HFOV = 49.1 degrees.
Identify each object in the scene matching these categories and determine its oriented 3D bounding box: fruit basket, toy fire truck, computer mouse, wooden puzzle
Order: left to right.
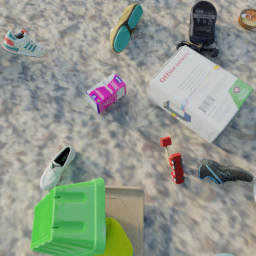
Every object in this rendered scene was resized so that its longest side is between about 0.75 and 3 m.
[{"bbox_3d":[-1.052,2.731,7.673,2.890,2.890,2.084,-3,62,-1],"label":"fruit basket"},{"bbox_3d":[-0.552,2.949,8.666,2.081,0.419,2.249,3,72,2],"label":"wooden puzzle"},{"bbox_3d":[1.462,1.057,9.262,0.338,0.979,1.388,-14,108,-11],"label":"toy fire truck"},{"bbox_3d":[2.942,-4.010,11.504,1.711,0.651,2.470,10,78,4],"label":"computer mouse"}]

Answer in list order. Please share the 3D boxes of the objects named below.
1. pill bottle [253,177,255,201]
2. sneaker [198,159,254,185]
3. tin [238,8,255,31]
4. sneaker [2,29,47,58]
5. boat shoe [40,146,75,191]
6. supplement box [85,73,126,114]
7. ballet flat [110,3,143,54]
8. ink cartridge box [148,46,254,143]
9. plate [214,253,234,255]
[{"bbox_3d":[5.388,1.945,8.499,2.637,1.434,1.434,0,67,0],"label":"pill bottle"},{"bbox_3d":[3.168,1.558,9.161,1.750,0.641,0.717,13,75,15],"label":"sneaker"},{"bbox_3d":[5.537,-4.495,11.817,1.729,0.362,0.968,15,64,6],"label":"tin"},{"bbox_3d":[-3.700,-3.155,10.358,0.635,0.843,1.804,40,28,27],"label":"sneaker"},{"bbox_3d":[-2.345,1.294,9.251,0.597,0.545,1.659,34,71,13],"label":"boat shoe"},{"bbox_3d":[-0.788,-1.277,10.260,1.360,0.703,0.688,-38,71,-16],"label":"supplement box"},{"bbox_3d":[-0.208,-4.044,11.486,0.819,0.892,2.598,11,62,35],"label":"ballet flat"},{"bbox_3d":[2.466,-1.239,9.927,2.910,1.273,2.114,38,71,13],"label":"ink cartridge box"},{"bbox_3d":[2.894,4.496,8.093,1.602,0.205,1.602,0,68,1],"label":"plate"}]
